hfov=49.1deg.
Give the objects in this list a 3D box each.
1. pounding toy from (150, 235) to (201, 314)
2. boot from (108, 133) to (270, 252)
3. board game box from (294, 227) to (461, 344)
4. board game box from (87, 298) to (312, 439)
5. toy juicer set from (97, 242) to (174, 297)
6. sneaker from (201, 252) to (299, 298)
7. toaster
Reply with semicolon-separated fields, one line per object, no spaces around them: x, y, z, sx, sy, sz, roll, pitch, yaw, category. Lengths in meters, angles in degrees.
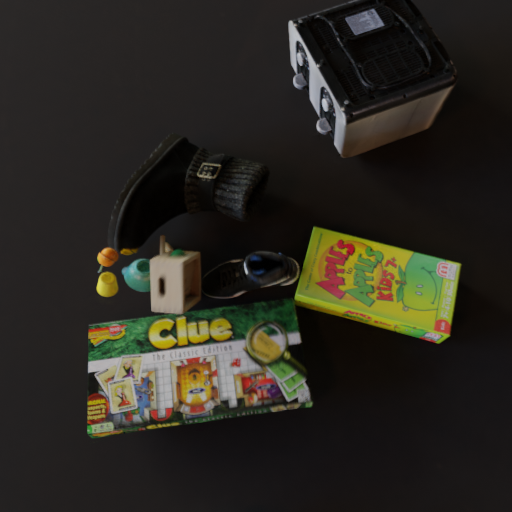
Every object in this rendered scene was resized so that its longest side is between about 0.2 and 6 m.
-1.623;0.320;10.784;0.897;1.162;1.262;3;102;14;pounding toy
-1.284;-1.047;11.265;2.365;1.190;3.163;24;62;9;boot
2.370;0.568;11.072;2.955;0.704;1.501;15;70;5;board game box
-1.110;2.050;10.515;4.027;0.472;2.110;-8;59;-3;board game box
-2.300;0.214;11.386;1.896;0.516;1.206;-5;51;-19;toy juicer set
-0.264;0.294;10.695;2.019;1.129;0.738;-13;75;14;sneaker
2.523;-4.063;12.201;3.148;1.868;2.847;-22;71;-8;toaster
